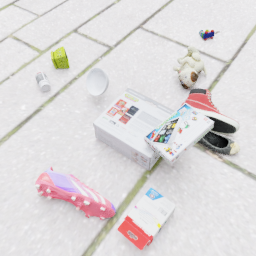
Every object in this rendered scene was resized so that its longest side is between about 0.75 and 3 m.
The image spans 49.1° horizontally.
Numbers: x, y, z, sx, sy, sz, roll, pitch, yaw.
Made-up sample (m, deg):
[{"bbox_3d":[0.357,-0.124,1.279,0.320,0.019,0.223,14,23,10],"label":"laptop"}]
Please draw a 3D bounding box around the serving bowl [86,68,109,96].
[{"bbox_3d":[-1.261,-1.992,12.175,1.213,1.213,0.399,42,25,26],"label":"serving bowl"}]

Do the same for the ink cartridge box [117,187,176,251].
[{"bbox_3d":[0.606,3.013,9.178,1.070,0.619,1.841,34,60,23],"label":"ink cartridge box"}]

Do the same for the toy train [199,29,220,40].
[{"bbox_3d":[4.528,-5.266,15.467,1.119,0.474,0.647,-18,42,-13],"label":"toy train"}]

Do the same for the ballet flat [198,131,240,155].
[{"bbox_3d":[3.334,0.438,11.073,2.219,0.630,0.737,24,61,17],"label":"ballet flat"}]

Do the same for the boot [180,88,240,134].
[{"bbox_3d":[3.630,-0.853,11.898,2.549,0.923,1.839,23,56,21],"label":"boot"}]

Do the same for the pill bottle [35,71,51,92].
[{"bbox_3d":[-3.966,-2.163,13.074,0.530,0.530,0.931,-21,56,-15],"label":"pill bottle"}]

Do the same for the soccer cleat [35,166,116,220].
[{"bbox_3d":[-1.742,2.170,9.648,2.992,0.998,1.144,16,43,11],"label":"soccer cleat"}]

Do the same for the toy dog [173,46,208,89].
[{"bbox_3d":[2.892,-2.650,13.197,1.666,1.199,1.719,38,52,-18],"label":"toy dog"}]

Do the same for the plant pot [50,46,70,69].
[{"bbox_3d":[-3.384,-3.432,13.870,0.742,0.818,0.814,-14,55,-3],"label":"plant pot"}]

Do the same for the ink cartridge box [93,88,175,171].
[{"bbox_3d":[0.402,-0.051,11.108,2.658,1.115,2.334,31,61,20],"label":"ink cartridge box"}]

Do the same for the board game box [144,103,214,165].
[{"bbox_3d":[1.754,0.145,9.684,2.092,0.362,1.321,-38,56,-15],"label":"board game box"}]
